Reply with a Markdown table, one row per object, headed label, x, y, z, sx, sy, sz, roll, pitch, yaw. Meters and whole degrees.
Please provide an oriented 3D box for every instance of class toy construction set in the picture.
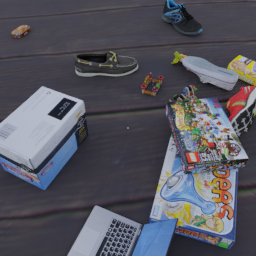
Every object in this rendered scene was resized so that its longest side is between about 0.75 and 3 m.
| label | x | y | z | sx | sy | sz | roll | pitch | yaw |
| --- | --- | --- | --- | --- | --- | --- | --- | --- | --- |
| toy construction set | 2.196 | -0.975 | 9.766 | 1.085 | 0.905 | 0.834 | -24 | 76 | -48 |

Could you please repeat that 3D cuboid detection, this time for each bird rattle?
| label | x | y | z | sx | sy | sz | roll | pitch | yaw |
| --- | --- | --- | --- | --- | --- | --- | --- | --- | --- |
| bird rattle | 2.331 | -2.787 | 11.418 | 1.003 | 0.565 | 0.818 | 23 | 36 | 15 |

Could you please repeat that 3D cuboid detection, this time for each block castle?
| label | x | y | z | sx | sy | sz | roll | pitch | yaw |
| --- | --- | --- | --- | --- | --- | --- | --- | --- | --- |
| block castle | 0.898 | -1.662 | 10.451 | 0.607 | 0.426 | 0.908 | 17 | 51 | 15 |

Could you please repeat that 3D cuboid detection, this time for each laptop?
| label | x | y | z | sx | sy | sz | roll | pitch | yaw |
| --- | --- | --- | --- | --- | --- | --- | --- | --- | --- |
| laptop | -0.295 | 2.676 | 6.101 | 2.152 | 1.247 | 2.015 | 18 | 51 | 16 |

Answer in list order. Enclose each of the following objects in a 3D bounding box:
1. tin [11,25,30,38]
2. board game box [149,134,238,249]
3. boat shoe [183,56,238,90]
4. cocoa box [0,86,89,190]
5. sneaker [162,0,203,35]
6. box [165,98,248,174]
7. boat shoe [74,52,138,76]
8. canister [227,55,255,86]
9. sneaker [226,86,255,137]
| label | x | y | z | sx | sy | sz | roll | pitch | yaw |
| --- | --- | --- | --- | --- | --- | --- | --- | --- | --- |
| tin | -5.015 | -4.531 | 13.133 | 0.556 | 0.208 | 0.992 | 22 | 52 | 13 |
| board game box | 1.887 | 1.466 | 7.616 | 2.015 | 0.513 | 2.977 | 12 | 49 | 10 |
| boat shoe | 2.985 | -2.000 | 10.542 | 2.159 | 0.721 | 0.794 | 30 | 49 | 25 |
| cocoa box | -2.425 | 0.241 | 8.039 | 1.557 | 1.532 | 2.335 | 21 | 52 | 18 |
| sneaker | 2.508 | -5.207 | 13.185 | 0.892 | 0.998 | 2.436 | -32 | 57 | -26 |
| box | 2.166 | 0.136 | 8.155 | 1.665 | 0.459 | 2.437 | -6 | 47 | -5 |
| boat shoe | -0.836 | -2.563 | 11.016 | 2.516 | 0.758 | 0.897 | -5 | 49 | -5 |
| canister | 4.672 | -2.199 | 10.824 | 1.377 | 0.596 | 1.023 | 35 | 57 | 28 |
| sneaker | 3.712 | -0.582 | 9.388 | 0.986 | 0.894 | 2.321 | 13 | 48 | 43 |
